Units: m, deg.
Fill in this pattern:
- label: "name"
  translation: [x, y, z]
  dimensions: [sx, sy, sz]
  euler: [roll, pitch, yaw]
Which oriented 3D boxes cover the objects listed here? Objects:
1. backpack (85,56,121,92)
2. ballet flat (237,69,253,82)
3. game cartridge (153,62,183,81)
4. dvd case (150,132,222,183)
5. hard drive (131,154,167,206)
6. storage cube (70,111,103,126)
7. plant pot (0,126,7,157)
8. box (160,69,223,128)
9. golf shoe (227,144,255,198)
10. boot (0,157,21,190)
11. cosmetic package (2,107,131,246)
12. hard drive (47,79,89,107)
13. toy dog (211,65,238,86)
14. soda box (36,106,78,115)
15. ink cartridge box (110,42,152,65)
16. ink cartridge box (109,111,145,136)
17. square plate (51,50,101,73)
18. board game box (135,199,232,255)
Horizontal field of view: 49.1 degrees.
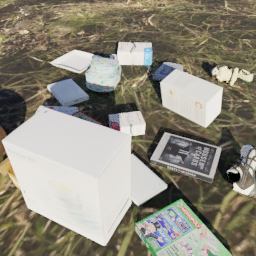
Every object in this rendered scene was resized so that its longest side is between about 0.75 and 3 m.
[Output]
- label: "backpack"
  translation: [-1.271, -2.691, 14.146]
  dimensions: [1.690, 1.474, 1.923]
  euler: [12, 45, 6]
- label: "ballet flat"
  translation: [6.049, -2.993, 15.253]
  dimensions: [1.560, 0.542, 0.542]
  euler: [28, 46, 31]
- label: "game cartridge"
  translation: [2.292, -3.053, 15.465]
  dimensions: [1.294, 0.397, 1.944]
  euler: [13, 40, 22]
- label: "dvd case"
  translation: [2.152, 1.021, 10.334]
  dimensions: [2.260, 0.280, 1.699]
  euler: [15, 41, 19]
- label: "hard drive"
  translation: [0.244, 1.691, 9.511]
  dimensions: [1.222, 0.243, 1.852]
  euler: [-25, 44, -28]
- label: "storage cube"
  translation: [-1.765, 0.413, 10.235]
  dimensions: [1.294, 1.360, 1.513]
  euler: [28, 45, 31]
- label: "plant pot"
  translation: [-5.448, 0.770, 9.279]
  dimensions: [2.426, 2.426, 2.596]
  euler: [20, 30, 23]
- label: "box"
  translation: [2.715, -1.327, 12.163]
  dimensions: [2.374, 1.476, 1.157]
  euler: [32, 63, 34]
- label: "golf shoe"
  translation: [3.915, 1.300, 9.522]
  dimensions: [1.048, 0.863, 2.219]
  euler: [7, 38, 8]
- label: "boot"
  translation: [-3.386, 1.273, 9.596]
  dimensions: [2.083, 0.733, 1.492]
  euler: [23, 49, 36]
- label: "cosmetic package"
  translation: [-1.516, 1.319, 7.854]
  dimensions: [2.849, 2.858, 1.757]
  euler: [17, 41, 21]
- label: "hard drive"
  translation: [-2.993, -1.784, 13.908]
  dimensions: [1.333, 0.270, 2.021]
  euler: [-22, 43, -26]
- label: "toy dog"
  translation: [5.078, -2.911, 14.850]
  dimensions: [1.327, 0.926, 1.286]
  euler: [22, 27, 27]
- label: "soda box"
  translation: [-3.039, -0.569, 12.137]
  dimensions: [1.720, 0.547, 0.586]
  euler: [3, 38, 3]
- label: "ink cartridge box"
  translation: [0.148, -4.494, 16.875]
  dimensions: [2.543, 0.863, 1.475]
  euler: [1, 38, 1]
- label: "ink cartridge box"
  translation: [-0.053, -0.143, 11.576]
  dimensions: [1.358, 0.563, 0.997]
  euler: [-7, 39, -9]
- label: "square plate"
  translation: [-2.997, -3.917, 16.581]
  dimensions: [2.267, 0.322, 2.246]
  euler: [21, 42, 24]
- label: "board game box"
  translation: [1.541, 3.205, 7.482]
  dimensions: [1.679, 0.363, 2.495]
  euler: [-19, 42, -24]
